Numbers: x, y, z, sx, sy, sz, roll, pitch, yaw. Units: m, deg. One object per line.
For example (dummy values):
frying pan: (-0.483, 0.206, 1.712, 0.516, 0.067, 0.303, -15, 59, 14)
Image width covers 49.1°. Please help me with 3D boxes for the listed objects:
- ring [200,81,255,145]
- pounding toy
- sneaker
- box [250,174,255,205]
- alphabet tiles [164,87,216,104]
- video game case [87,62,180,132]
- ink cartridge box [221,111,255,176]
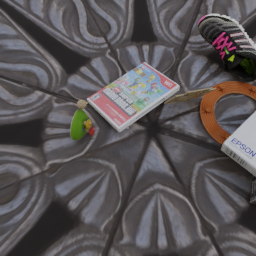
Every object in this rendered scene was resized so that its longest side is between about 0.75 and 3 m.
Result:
ring: (3.569, -0.466, 8.864, 2.548, 0.245, 2.548, 0, 63, -1)
pounding toy: (-1.245, -0.184, 8.280, 0.559, 0.929, 1.204, 13, 92, 8)
sneaker: (3.364, -2.526, 9.039, 2.807, 1.036, 1.228, 39, 52, -7)
box: (4.744, 0.977, 7.762, 2.328, 0.643, 2.906, 18, 64, 2)
alphabet tiles: (1.829, -0.955, 8.413, 1.268, 1.524, 0.048, -12, 86, -13)
video game case: (0.156, -1.086, 9.017, 2.473, 0.216, 1.768, -35, 54, -17)
ink cartridge box: (4.031, 0.444, 7.159, 2.299, 0.498, 2.257, -41, 61, -15)
